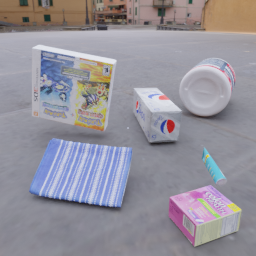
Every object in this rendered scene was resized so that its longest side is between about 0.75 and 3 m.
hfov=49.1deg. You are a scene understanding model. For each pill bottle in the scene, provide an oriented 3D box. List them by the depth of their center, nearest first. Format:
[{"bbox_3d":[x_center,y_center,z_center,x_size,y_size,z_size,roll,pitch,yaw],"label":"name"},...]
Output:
[{"bbox_3d":[3.032,-1.655,10.300,1.689,1.689,2.825,10,26,22],"label":"pill bottle"}]

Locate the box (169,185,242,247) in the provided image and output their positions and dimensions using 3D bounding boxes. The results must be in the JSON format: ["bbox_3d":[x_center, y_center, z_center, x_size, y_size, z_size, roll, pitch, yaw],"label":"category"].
[{"bbox_3d":[1.291,1.462,4.796,0.906,0.438,0.797,-9,24,-21],"label":"box"}]

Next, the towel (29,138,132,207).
[{"bbox_3d":[-0.926,0.848,5.708,1.881,0.224,1.362,6,51,10],"label":"towel"}]

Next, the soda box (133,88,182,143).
[{"bbox_3d":[0.799,-0.513,8.676,0.864,0.930,2.724,-2,21,-8],"label":"soda box"}]

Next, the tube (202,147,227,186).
[{"bbox_3d":[1.650,0.764,5.506,0.213,0.327,0.845,-2,35,-11],"label":"tube"}]

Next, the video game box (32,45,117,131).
[{"bbox_3d":[-1.538,-1.057,7.702,2.186,1.992,0.512,11,29,3],"label":"video game box"}]
